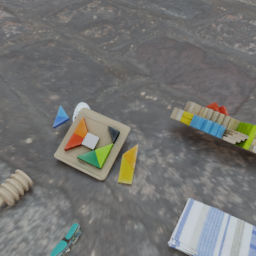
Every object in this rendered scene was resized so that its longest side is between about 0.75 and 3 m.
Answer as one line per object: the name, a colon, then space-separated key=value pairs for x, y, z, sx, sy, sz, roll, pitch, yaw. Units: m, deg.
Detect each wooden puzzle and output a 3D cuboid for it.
wooden puzzle: x=-0.911 y=0.359 z=7.385 sx=2.636 sy=0.308 sz=1.778 roll=17 pitch=69 yaw=10

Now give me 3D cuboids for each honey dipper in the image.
honey dipper: x=-3.242 y=2.107 z=5.936 sx=0.555 sy=0.555 sz=2.923 roll=24 pitch=52 yaw=21

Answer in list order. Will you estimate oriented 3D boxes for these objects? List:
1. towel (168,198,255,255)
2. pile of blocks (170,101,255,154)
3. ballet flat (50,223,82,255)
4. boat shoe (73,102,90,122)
towel: x=1.949 y=2.349 z=5.897 sx=1.930 sy=0.230 sz=1.417 roll=21 pitch=39 yaw=17
pile of blocks: x=2.542 y=-0.133 z=7.366 sx=2.778 sy=1.140 sz=0.863 roll=24 pitch=94 yaw=13
ballet flat: x=-1.255 y=2.416 z=5.874 sx=0.310 sy=0.310 sz=0.835 roll=28 pitch=60 yaw=25
boat shoe: x=-1.344 y=-0.261 z=8.224 sx=0.542 sy=0.492 sz=1.472 roll=-1 pitch=53 yaw=-6
